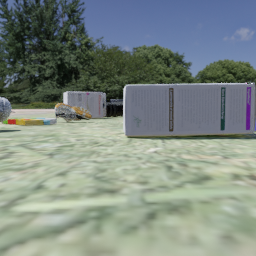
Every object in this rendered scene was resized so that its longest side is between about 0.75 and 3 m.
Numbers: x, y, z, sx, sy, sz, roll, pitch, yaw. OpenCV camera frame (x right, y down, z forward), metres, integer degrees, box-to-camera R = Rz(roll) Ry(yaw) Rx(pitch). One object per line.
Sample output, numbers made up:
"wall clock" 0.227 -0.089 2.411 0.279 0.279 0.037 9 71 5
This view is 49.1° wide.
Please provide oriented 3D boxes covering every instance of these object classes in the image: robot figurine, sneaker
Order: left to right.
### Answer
"robot figurine" -3.449 -0.507 7.020 1.132 0.639 0.960 13 7 -41
"sneaker" -2.054 -0.482 10.500 1.386 0.608 0.524 16 28 -3
"sneaker" -0.423 -1.002 15.052 2.651 0.937 1.315 -4 5 25

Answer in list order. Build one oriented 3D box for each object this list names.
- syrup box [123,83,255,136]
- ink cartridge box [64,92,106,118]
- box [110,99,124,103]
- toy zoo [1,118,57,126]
"syrup box" 1.218 -0.388 5.962 2.623 1.068 1.033 0 5 -3
"ink cartridge box" -2.081 -1.108 13.726 1.963 1.262 1.229 -1 4 -21
"box" -0.051 -1.358 18.239 1.605 1.012 1.633 3 6 33
"toy zoo" -3.267 -0.226 9.453 1.818 0.186 1.193 3 6 40
